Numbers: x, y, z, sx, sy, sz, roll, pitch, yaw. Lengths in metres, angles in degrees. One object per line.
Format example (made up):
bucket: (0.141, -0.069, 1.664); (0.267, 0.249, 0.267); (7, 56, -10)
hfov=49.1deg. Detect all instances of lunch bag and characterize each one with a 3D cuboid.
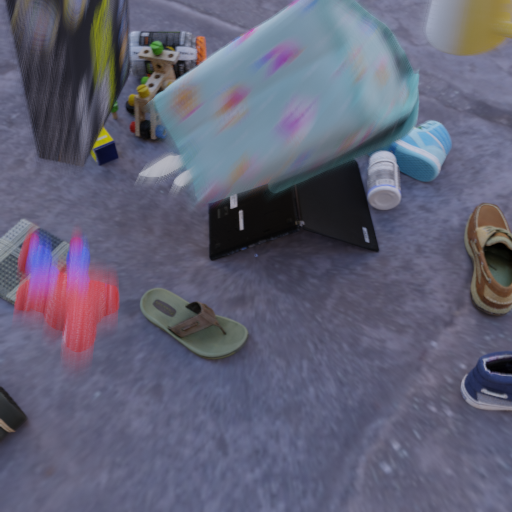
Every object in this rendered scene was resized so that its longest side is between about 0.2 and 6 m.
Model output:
lunch bag: (0.599, -1.867, 6.964); (2.406, 1.723, 2.825); (-21, 3, 30)

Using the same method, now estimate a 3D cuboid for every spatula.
spatula: (-0.561, -1.450, 8.488); (1.422, 0.164, 2.046); (18, 39, 28)

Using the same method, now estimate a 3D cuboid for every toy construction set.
toy construction set: (-1.755, -3.110, 10.689); (1.623, 1.496, 1.947); (-36, 61, -24)

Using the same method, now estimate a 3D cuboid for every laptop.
laptop: (0.560, -0.891, 9.858); (2.549, 1.316, 2.259); (-19, 50, 18)

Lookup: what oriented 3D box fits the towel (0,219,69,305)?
towel: (-3.766, 0.128, 9.067); (1.325, 0.238, 1.377); (27, 55, 15)

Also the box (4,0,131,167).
box: (-2.570, -3.477, 8.077); (0.757, 3.419, 2.739); (10, 49, -2)

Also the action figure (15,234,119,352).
action figure: (-1.997, 0.349, 5.842); (0.940, 0.743, 2.874); (10, 6, -25)

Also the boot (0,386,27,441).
boot: (-4.291, 1.923, 7.338); (2.155, 0.835, 1.491); (35, 65, 25)

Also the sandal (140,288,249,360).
sandal: (-0.971, 0.947, 8.214); (1.794, 0.512, 0.712); (23, 56, 16)

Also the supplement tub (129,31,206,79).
supplement tub: (-1.871, -4.259, 11.895); (1.566, 0.960, 0.960); (0, 53, 0)

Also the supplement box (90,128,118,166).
supplement box: (-2.997, -2.143, 10.625); (0.419, 0.416, 0.765); (-28, 58, -20)

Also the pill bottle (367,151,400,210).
pill bottle: (2.255, -1.351, 9.933); (0.562, 0.562, 0.988); (5, 53, 4)

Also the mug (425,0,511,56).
mug: (3.031, -3.526, 7.487); (1.429, 1.173, 1.144); (8, 63, 18)

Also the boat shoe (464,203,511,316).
boat shoe: (3.805, -0.071, 8.827); (0.785, 0.767, 2.076); (6, 53, 5)

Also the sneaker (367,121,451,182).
sneaker: (2.800, -2.222, 10.526); (1.804, 0.717, 1.178); (35, 62, 13)

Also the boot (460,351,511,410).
boot: (3.781, 1.674, 7.441); (1.904, 0.860, 0.692); (-2, 53, -2)
